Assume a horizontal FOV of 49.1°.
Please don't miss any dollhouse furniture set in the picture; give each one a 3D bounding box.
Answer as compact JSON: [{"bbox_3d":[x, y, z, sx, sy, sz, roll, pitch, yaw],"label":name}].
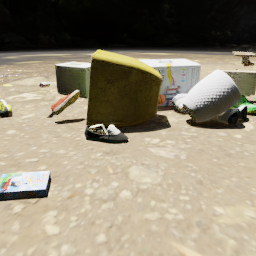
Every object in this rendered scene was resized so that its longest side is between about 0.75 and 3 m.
[{"bbox_3d":[5.330,-2.474,14.148,1.768,2.496,2.717,6,20,13],"label":"dollhouse furniture set"}]

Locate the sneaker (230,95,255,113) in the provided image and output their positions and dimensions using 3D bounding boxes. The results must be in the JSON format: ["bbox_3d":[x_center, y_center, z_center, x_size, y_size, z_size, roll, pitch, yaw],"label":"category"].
[{"bbox_3d":[5.336,-1.156,13.124,0.674,0.760,1.819,-11,23,-29],"label":"sneaker"}]

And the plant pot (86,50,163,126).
[{"bbox_3d":[-0.103,-1.641,11.810,2.842,2.778,2.760,6,20,-2],"label":"plant pot"}]

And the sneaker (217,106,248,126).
[{"bbox_3d":[4.465,-0.599,11.820,1.749,0.652,0.762,-16,20,-38],"label":"sneaker"}]

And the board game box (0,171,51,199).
[{"bbox_3d":[-2.556,1.382,6.846,1.199,0.219,0.907,-2,19,-8],"label":"board game box"}]

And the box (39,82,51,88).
[{"bbox_3d":[-3.721,-1.941,12.540,0.174,0.186,0.900,29,13,-2],"label":"box"}]

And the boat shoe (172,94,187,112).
[{"bbox_3d":[3.354,-1.184,13.342,2.526,0.895,0.882,-6,47,-26],"label":"boat shoe"}]

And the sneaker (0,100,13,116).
[{"bbox_3d":[-5.833,-0.916,12.744,0.646,0.568,1.527,-18,26,-40],"label":"sneaker"}]

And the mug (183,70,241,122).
[{"bbox_3d":[3.319,-1.169,11.806,1.924,1.620,2.194,-36,-3,0],"label":"mug"}]

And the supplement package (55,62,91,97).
[{"bbox_3d":[-2.864,-2.937,16.667,2.276,1.714,1.727,11,23,29],"label":"supplement package"}]

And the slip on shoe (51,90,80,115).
[{"bbox_3d":[-2.624,-1.141,11.764,1.469,0.544,0.449,-42,70,-17],"label":"slip on shoe"}]

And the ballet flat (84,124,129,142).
[{"bbox_3d":[-0.777,0.168,9.746,1.604,0.549,0.545,4,23,10],"label":"ballet flat"}]

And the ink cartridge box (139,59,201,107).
[{"bbox_3d":[1.920,-2.372,14.465,2.881,2.093,2.084,-4,23,-11],"label":"ink cartridge box"}]
